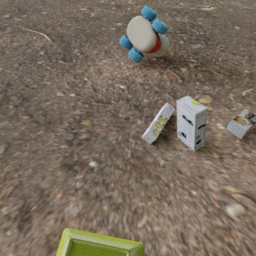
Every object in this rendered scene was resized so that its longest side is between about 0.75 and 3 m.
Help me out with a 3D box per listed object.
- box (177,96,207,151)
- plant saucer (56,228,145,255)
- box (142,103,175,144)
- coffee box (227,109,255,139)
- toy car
[{"bbox_3d":[1.764,-0.113,7.820,0.415,1.382,0.806,-26,42,-18],"label":"box"},{"bbox_3d":[-0.595,2.605,4.806,1.610,0.386,1.608,9,54,5],"label":"plant saucer"},{"bbox_3d":[0.969,-0.173,8.674,0.357,0.333,1.723,42,45,-2],"label":"box"},{"bbox_3d":[3.501,-0.128,8.476,0.942,0.376,0.533,-29,58,-34],"label":"coffee box"},{"bbox_3d":[1.107,-3.932,12.564,2.093,1.929,1.851,8,44,-48],"label":"toy car"}]
